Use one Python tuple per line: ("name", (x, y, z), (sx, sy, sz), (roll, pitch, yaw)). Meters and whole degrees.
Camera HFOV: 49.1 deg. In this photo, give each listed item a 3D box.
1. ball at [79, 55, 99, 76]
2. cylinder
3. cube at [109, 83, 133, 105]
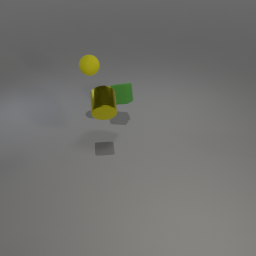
("ball", (-1.329, -2.150, 9.600), (0.700, 0.700, 0.700), (0, 33, 0))
("cylinder", (-0.672, -0.683, 7.697), (0.700, 0.700, 0.700), (-4, 60, -5))
("cube", (-0.259, -1.289, 10.551), (0.700, 0.700, 0.700), (-3, 13, 18))
